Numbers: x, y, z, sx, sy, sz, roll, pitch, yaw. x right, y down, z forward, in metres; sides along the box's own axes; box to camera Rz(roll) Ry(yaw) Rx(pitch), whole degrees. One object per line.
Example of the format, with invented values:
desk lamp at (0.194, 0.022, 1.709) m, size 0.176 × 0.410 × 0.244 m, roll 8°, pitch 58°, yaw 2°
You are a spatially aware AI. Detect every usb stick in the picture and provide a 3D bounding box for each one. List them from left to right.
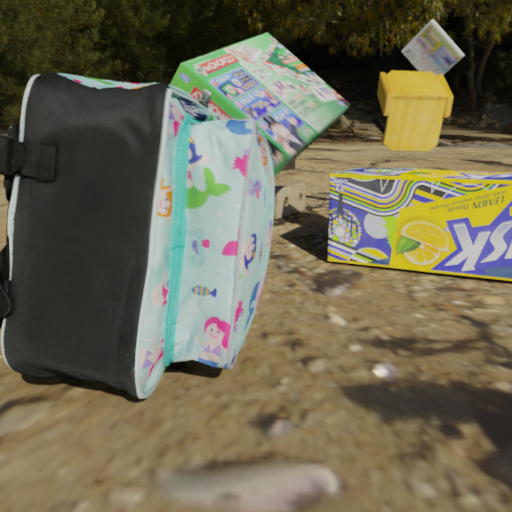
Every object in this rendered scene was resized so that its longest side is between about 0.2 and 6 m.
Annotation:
usb stick at (2.222, -2.168, 9.724) m, size 0.157 × 0.093 × 0.568 m, roll -5°, pitch 54°, yaw -52°

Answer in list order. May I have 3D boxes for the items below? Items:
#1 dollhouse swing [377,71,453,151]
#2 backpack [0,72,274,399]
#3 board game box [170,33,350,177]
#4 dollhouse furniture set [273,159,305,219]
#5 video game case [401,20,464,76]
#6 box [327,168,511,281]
dollhouse swing at (2.516, -2.360, 9.153) m, size 1.044 × 0.917 × 0.948 m, roll 0°, pitch 48°, yaw -3°
backpack at (-0.999, -0.307, 5.671) m, size 2.326 × 2.743 × 3.090 m, roll 7°, pitch 8°, yaw -2°
board game box at (0.279, -3.141, 10.990) m, size 2.457 × 0.532 × 3.651 m, roll 41°, pitch 38°, yaw 2°
dollhouse furniture set at (0.324, -2.140, 14.324) m, size 1.457 × 2.068 × 1.449 m, roll 9°, pitch 17°, yaw 33°
video game case at (3.464, -3.989, 11.022) m, size 0.103 × 0.934 × 0.850 m, roll -40°, pitch -1°, yaw -42°
box at (3.482, -0.537, 8.899) m, size 4.496 × 1.575 × 1.445 m, roll 6°, pitch 15°, yaw 25°
